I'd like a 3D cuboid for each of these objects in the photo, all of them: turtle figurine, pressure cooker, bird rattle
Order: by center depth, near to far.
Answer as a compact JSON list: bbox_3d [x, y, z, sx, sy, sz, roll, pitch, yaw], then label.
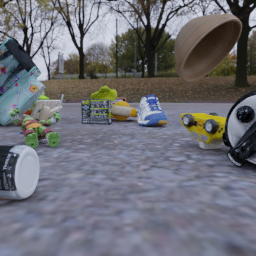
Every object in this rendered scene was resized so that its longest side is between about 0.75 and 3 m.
[{"bbox_3d":[1.923,0.012,3.866,1.109,1.092,1.242,0,2,33],"label":"pressure cooker"},{"bbox_3d":[-1.855,-0.193,5.690,0.929,1.290,1.251,36,4,-42],"label":"turtle figurine"},{"bbox_3d":[-0.603,-0.685,11.780,2.111,1.458,2.589,12,-6,1],"label":"bird rattle"}]

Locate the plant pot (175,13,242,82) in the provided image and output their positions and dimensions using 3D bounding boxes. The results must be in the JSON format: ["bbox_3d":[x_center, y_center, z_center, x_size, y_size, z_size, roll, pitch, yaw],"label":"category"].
[{"bbox_3d":[2.404,-2.838,9.308,2.504,2.504,1.156,-7,53,-49],"label":"plant pot"}]

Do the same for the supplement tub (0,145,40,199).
[{"bbox_3d":[-1.356,0.421,2.738,0.843,0.516,0.516,1,6,8],"label":"supplement tub"}]

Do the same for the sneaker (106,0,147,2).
[{"bbox_3d":[-0.107,-4.061,7.891,1.988,0.764,0.881,7,44,0],"label":"sneaker"}]

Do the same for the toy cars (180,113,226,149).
[{"bbox_3d":[2.267,0.152,4.977,2.857,0.633,1.281,6,12,24],"label":"toy cars"}]

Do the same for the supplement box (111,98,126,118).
[{"bbox_3d":[-0.905,-1.071,14.277,1.232,0.956,2.232,-1,6,-12],"label":"supplement box"}]

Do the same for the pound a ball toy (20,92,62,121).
[{"bbox_3d":[-3.697,-0.725,11.903,1.744,1.136,2.675,27,10,6],"label":"pound a ball toy"}]

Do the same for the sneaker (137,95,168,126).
[{"bbox_3d":[0.768,-0.657,10.050,0.923,1.081,2.453,0,7,-10],"label":"sneaker"}]

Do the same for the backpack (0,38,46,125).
[{"bbox_3d":[-4.405,-1.330,9.655,2.949,2.261,2.592,-35,15,-7],"label":"backpack"}]

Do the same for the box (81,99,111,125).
[{"bbox_3d":[-1.163,-0.598,10.231,1.139,0.912,0.252,2,6,23],"label":"box"}]
